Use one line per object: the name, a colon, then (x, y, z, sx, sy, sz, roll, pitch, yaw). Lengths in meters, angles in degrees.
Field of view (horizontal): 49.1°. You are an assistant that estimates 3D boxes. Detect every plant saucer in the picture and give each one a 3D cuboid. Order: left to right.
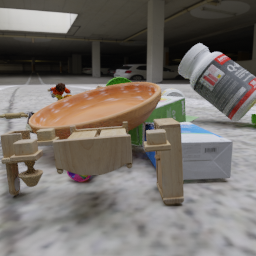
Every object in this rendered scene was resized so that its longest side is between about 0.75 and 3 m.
plant saucer: (-0.653, -0.353, 6.102, 2.862, 0.536, 2.862, -11, 20, 4)

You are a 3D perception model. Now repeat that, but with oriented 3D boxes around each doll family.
doll family: (-2.256, -1.314, 13.012, 2.852, 1.285, 1.770, -1, -7, -25)

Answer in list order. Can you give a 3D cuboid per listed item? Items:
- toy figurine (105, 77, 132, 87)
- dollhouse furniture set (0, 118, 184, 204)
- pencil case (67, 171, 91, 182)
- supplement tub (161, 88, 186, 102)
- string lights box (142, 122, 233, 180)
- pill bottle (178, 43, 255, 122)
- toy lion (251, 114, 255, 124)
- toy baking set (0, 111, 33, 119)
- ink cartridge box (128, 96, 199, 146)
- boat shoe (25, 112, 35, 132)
toy figurine: (-0.351, -1.442, 13.574, 2.087, 1.567, 1.921, 19, -4, -16)
dollhouse furniture set: (-0.466, 0.529, 3.592, 2.342, 1.037, 1.214, -4, 9, -2)
pencil case: (-0.687, 0.542, 4.897, 0.492, 0.492, 1.112, 2, 11, 8)
supplement tub: (1.958, -1.200, 12.364, 1.056, 1.056, 1.453, 0, 11, 3)
string lights box: (0.977, 0.326, 5.376, 1.114, 0.639, 2.168, -1, 9, -5)
pill bottle: (3.130, -1.603, 9.582, 2.696, 1.562, 1.562, 43, 29, 19)
toy lion: (5.032, -0.349, 9.213, 2.250, 0.772, 2.156, -3, 4, -15)
toy baking set: (-4.441, -0.578, 11.394, 1.729, 0.201, 1.327, -2, 11, -9)
ink cartridge box: (0.678, -0.402, 7.859, 1.430, 0.817, 2.755, 10, 23, 44)
boat shoe: (-2.288, -0.142, 8.076, 1.831, 0.593, 0.658, 8, 13, 35)
